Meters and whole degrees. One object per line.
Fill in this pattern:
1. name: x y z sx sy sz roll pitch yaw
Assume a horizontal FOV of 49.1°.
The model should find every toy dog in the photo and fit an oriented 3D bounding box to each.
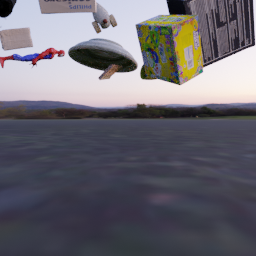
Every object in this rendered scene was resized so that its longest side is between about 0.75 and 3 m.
1. toy dog: -0.954 -3.663 8.537 1.609 1.061 0.775 42 2 -16

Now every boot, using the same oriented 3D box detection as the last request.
1. boot: -3.972 -4.002 8.974 1.536 1.291 0.587 -22 -44 39

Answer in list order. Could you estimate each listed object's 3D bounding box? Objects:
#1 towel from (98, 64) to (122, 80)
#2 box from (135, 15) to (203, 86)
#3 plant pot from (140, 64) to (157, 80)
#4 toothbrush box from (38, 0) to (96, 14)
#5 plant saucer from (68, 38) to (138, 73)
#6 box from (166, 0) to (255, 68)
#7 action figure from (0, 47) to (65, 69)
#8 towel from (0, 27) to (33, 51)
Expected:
1. towel: -0.660 -2.097 10.528 0.804 0.136 0.842 -40 -6 25
2. box: 1.101 -2.123 7.484 0.923 1.512 1.457 -31 35 -24
3. plant pot: 1.024 -2.322 11.830 0.780 0.730 0.730 8 -2 -29
4. toothbrush box: -1.040 -3.284 4.361 0.999 1.690 2.320 -4 -38 -5
5. plant saucer: -0.887 -2.799 10.601 2.669 0.670 2.669 10 -5 1
6. box: 2.440 -3.103 8.201 2.046 2.063 1.271 -23 33 -5
7. action figure: -2.761 -2.053 8.220 1.849 0.478 0.605 -18 9 -17
8. towel: -3.823 -3.045 9.579 1.038 0.688 0.179 -14 19 -22
